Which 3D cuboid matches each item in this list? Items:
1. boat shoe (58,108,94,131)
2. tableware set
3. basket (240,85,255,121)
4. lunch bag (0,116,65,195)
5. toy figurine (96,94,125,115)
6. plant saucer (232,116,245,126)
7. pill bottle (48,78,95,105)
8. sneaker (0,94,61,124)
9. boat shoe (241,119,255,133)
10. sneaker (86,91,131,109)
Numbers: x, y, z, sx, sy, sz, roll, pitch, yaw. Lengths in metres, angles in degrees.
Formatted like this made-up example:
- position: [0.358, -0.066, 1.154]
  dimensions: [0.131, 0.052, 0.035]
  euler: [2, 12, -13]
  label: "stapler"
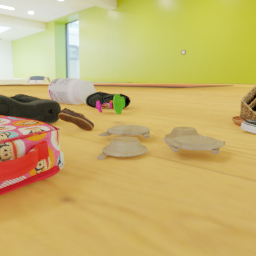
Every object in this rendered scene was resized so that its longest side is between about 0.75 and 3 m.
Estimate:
- position: [-1.373, -0.272, 7.676]
  dimensions: [1.054, 0.371, 0.371]
  euler: [25, 46, 8]
  label: "boat shoe"
- position: [0.637, 0.249, 6.011]
  dimensions: [2.715, 0.315, 2.268]
  euler: [1, 10, 8]
  label: "tableware set"
- position: [3.848, -0.691, 8.189]
  dimensions: [1.015, 0.756, 0.725]
  euler: [-38, 47, -21]
  label: "basket"
- position: [-2.001, 0.375, 3.718]
  dimensions: [1.956, 0.910, 2.221]
  euler: [7, 13, 32]
  label: "lunch bag"
- position: [-0.744, -0.902, 10.800]
  dimensions: [0.961, 0.784, 1.044]
  euler: [-3, 14, 23]
  label: "toy figurine"
- position: [3.681, -0.193, 8.501]
  dimensions: [1.016, 0.190, 1.016]
  euler: [0, 14, 0]
  label: "plant saucer"
- position: [-2.830, -1.844, 14.090]
  dimensions: [2.289, 1.298, 1.298]
  euler: [9, 14, 38]
  label: "pill bottle"
- position: [-3.433, -0.509, 8.261]
  dimensions: [1.468, 0.979, 2.562]
  euler: [7, 10, 40]
  label: "sneaker"
- position: [3.932, -0.134, 7.073]
  dimensions: [1.983, 0.631, 0.701]
  euler: [5, 12, 23]
  label: "boat shoe"
- position: [-0.806, -1.207, 12.238]
  dimensions: [1.992, 0.761, 1.141]
  euler: [2, 3, -17]
  label: "sneaker"
